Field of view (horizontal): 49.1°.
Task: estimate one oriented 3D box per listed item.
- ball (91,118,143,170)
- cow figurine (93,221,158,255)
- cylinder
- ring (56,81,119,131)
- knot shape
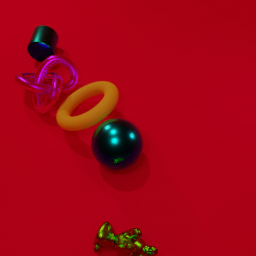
[{"bbox_3d":[-0.244,0.361,6.343,1.184,1.184,1.184,0,56,0],"label":"ball"},{"bbox_3d":[-0.104,2.285,5.433,1.103,1.086,0.606,48,45,-12],"label":"cow figurine"},{"bbox_3d":[-2.581,-2.565,8.541,0.793,0.793,0.793,2,56,2],"label":"cylinder"},{"bbox_3d":[-1.010,-0.569,6.930,1.694,0.339,1.694,-19,36,15],"label":"ring"},{"bbox_3d":[-2.166,-1.119,7.520,1.725,0.797,1.614,-12,57,-1],"label":"knot shape"}]
